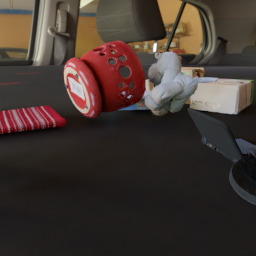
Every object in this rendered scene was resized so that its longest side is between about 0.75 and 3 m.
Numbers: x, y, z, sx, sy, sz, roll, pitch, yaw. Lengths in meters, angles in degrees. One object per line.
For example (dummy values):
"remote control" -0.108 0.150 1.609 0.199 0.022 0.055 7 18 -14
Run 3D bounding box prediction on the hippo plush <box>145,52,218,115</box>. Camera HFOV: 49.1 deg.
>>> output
"hippo plush" 1.239 -1.618 9.038 1.740 1.756 2.184 -6 -25 -36

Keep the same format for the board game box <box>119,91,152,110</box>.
"board game box" 0.467 -1.168 11.431 1.931 0.467 2.553 -1 15 -1

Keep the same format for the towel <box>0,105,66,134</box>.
"towel" -3.455 -0.191 8.450 2.802 0.315 2.026 -10 20 -26

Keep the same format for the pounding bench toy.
"pounding bench toy" 2.205 -2.103 13.204 2.355 1.463 1.837 10 18 31

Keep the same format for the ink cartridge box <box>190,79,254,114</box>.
"ink cartridge box" 3.817 -1.359 11.244 1.813 1.051 2.504 10 18 33

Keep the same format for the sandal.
"sandal" 2.586 0.498 4.958 1.011 0.644 2.691 19 29 34

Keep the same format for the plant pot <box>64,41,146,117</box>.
"plant pot" -0.813 -1.456 8.920 1.958 2.150 2.150 -29 28 -27

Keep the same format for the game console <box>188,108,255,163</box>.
"game console" 2.261 0.110 6.126 1.441 0.954 1.639 -4 16 -13
